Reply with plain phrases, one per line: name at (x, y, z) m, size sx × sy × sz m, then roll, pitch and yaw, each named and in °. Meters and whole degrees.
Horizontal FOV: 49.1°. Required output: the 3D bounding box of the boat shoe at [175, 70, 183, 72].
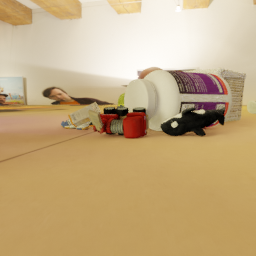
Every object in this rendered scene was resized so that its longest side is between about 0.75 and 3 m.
boat shoe at (2.048, -1.212, 10.092) m, size 0.679 × 1.887 × 0.641 m, roll -20°, pitch 26°, yaw -5°

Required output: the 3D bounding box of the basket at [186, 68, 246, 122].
basket at (3.105, -1.299, 11.436) m, size 2.499 × 2.028 × 2.522 m, roll 6°, pitch 7°, yaw 44°

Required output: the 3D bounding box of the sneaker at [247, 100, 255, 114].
sneaker at (8.211, -1.228, 17.213) m, size 0.908 × 0.806 × 2.149 m, roll 0°, pitch 15°, yaw -10°

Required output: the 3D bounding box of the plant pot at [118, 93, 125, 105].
plant pot at (0.514, -1.314, 14.039) m, size 1.886 × 1.886 × 1.816 m, roll -6°, pitch -4°, yaw -45°

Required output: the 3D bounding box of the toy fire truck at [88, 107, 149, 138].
toy fire truck at (-0.274, -0.128, 6.434) m, size 1.223 × 0.894 × 1.390 m, roll 3°, pitch 18°, yaw 21°

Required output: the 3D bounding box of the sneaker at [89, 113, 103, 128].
sneaker at (-0.966, -0.263, 8.964) m, size 1.251 × 0.483 × 0.490 m, roll -1°, pitch 8°, yaw 5°

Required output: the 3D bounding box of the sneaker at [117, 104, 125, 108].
sneaker at (0.501, -0.794, 12.309) m, size 2.288 × 0.852 × 0.968 m, roll 6°, pitch 8°, yaw 43°

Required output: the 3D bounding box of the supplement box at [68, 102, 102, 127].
supplement box at (-1.166, -0.357, 7.695) m, size 0.837 × 0.308 × 0.527 m, roll -25°, pitch -9°, yaw -3°

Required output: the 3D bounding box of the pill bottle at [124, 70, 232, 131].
pill bottle at (1.454, -0.792, 8.130) m, size 2.996 × 1.684 × 1.684 m, roll -3°, pitch 7°, yaw -31°

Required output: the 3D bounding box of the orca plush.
orca plush at (1.725, -0.005, 6.895) m, size 1.796 × 0.638 × 0.945 m, roll -3°, pitch -34°, yaw -28°

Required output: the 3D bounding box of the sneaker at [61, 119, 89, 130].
sneaker at (-1.602, -0.215, 8.503) m, size 1.087 × 0.479 × 0.409 m, roll 2°, pitch 8°, yaw 32°
